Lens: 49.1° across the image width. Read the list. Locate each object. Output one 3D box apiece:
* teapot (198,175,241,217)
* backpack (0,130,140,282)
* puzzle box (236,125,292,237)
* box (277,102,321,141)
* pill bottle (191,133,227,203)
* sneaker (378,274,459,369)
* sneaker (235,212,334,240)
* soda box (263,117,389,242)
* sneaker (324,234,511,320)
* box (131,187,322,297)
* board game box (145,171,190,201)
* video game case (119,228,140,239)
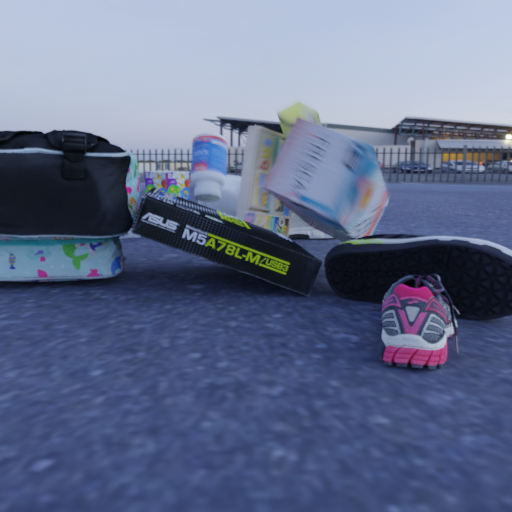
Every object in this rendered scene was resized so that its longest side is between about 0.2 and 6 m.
[{"bbox_3d":[-0.566,-1.336,15.139,1.814,1.325,1.790,26,28,32],"label":"teapot"},{"bbox_3d":[-3.502,-0.980,9.571,3.088,2.619,3.478,-1,18,-12],"label":"backpack"},{"bbox_3d":[0.294,-1.586,12.723,0.309,2.433,1.619,10,4,42],"label":"puzzle box"},{"bbox_3d":[1.239,-2.109,12.560,0.625,2.496,0.939,-30,38,-10],"label":"box"},{"bbox_3d":[-0.810,-1.489,9.547,0.603,1.074,0.603,0,-16,0],"label":"pill bottle"},{"bbox_3d":[1.815,0.547,6.154,0.857,0.794,2.127,3,9,15],"label":"sneaker"},{"bbox_3d":[0.708,-1.017,14.207,3.071,1.229,1.132,-4,12,-16],"label":"sneaker"},{"bbox_3d":[1.235,-0.942,8.661,1.158,1.077,3.388,26,2,18],"label":"soda box"},{"bbox_3d":[2.328,0.047,7.689,2.956,1.060,1.224,8,26,38],"label":"sneaker"},{"bbox_3d":[-0.552,-0.335,9.204,2.746,0.675,2.843,18,7,-9],"label":"box"},{"bbox_3d":[-2.400,-1.440,15.190,0.881,1.681,0.866,7,12,37],"label":"board game box"},{"bbox_3d":[-4.087,-0.695,14.718,1.519,0.381,1.676,-8,12,-35],"label":"video game case"}]
